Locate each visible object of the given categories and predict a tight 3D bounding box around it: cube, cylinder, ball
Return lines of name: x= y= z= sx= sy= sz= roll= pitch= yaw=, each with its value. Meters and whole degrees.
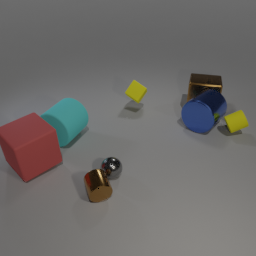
cube: x=0.368 y=-1.595 z=12.391 sx=0.700 sy=0.700 sz=0.700 roll=35 pitch=1 yaw=6
cylinder: x=-0.877 y=1.676 z=8.170 sx=0.700 sy=0.700 sz=0.700 roll=-11 pitch=42 yaw=-17
cube: x=3.449 y=-1.566 z=12.754 sx=1.400 sy=1.400 sz=1.400 roll=8 pitch=30 yaw=12
ball: x=-0.526 y=1.265 z=8.914 sx=0.700 sy=0.700 sz=0.700 roll=0 pitch=32 yaw=0
cube: x=-3.186 y=0.582 z=9.099 sx=1.400 sy=1.400 sz=1.400 roll=-30 pitch=46 yaw=-33
cylinder: x=3.104 y=-0.708 z=11.405 sx=1.400 sy=1.400 sz=1.400 roll=22 pitch=38 yaw=31
cylinder: x=-2.430 y=-0.232 z=10.591 sx=1.400 sy=1.400 sz=1.400 roll=13 pitch=35 yaw=19
cylinder: x=4.221 y=-0.254 z=10.932 sx=0.700 sy=0.700 sz=0.700 roll=-24 pitch=28 yaw=15
